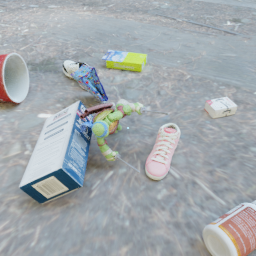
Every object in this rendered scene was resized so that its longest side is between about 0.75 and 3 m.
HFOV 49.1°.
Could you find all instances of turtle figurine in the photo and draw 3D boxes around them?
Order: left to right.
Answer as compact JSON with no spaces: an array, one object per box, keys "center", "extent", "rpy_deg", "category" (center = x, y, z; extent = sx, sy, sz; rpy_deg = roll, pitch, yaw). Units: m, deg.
[{"center":[-0.096,0.074,7.734],"extent":[2.252,1.621,2.184],"rpy_deg":[2,16,4],"category":"turtle figurine"}]

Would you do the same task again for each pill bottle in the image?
[{"center":[2.373,2.090,5.793],"extent":[1.509,0.847,0.847],"rpy_deg":[-21,43,-24],"category":"pill bottle"}]

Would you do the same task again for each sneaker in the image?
[{"center":[-1.963,-2.382,11.399],"extent":[0.801,0.869,2.173],"rpy_deg":[-27,47,-32],"category":"sneaker"},{"center":[0.971,0.533,7.719],"extent":[0.671,0.932,1.782],"rpy_deg":[17,42,17],"category":"sneaker"}]

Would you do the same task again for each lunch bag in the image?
[{"center":[-1.264,-1.471,9.952],"extent":[0.649,1.380,1.039],"rpy_deg":[-41,32,-13],"category":"lunch bag"}]

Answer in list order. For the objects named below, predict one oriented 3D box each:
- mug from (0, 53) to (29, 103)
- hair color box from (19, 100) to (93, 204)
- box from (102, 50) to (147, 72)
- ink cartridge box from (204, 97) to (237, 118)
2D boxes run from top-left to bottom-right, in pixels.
[{"center":[-5.166,-1.697,10.363],"extent":[2.619,2.324,1.747],"rpy_deg":[1,74,8],"category":"mug"},{"center":[-1.720,0.529,7.313],"extent":[1.319,0.798,2.639],"rpy_deg":[-25,34,20],"category":"hair color box"},{"center":[-0.149,-3.051,12.652],"extent":[1.841,0.439,1.123],"rpy_deg":[10,39,12],"category":"box"},{"center":[3.217,-0.715,9.741],"extent":[0.888,0.377,0.647],"rpy_deg":[-10,39,-16],"category":"ink cartridge box"}]
